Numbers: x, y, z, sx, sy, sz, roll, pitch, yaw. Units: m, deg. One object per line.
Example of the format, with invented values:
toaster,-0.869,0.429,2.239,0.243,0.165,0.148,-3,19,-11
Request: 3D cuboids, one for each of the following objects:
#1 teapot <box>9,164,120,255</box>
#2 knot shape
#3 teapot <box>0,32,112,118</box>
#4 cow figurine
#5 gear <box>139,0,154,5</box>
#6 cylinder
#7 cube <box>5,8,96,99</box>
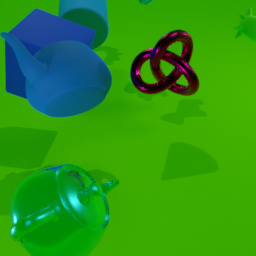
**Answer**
teapot,-0.476,0.659,2.365,0.663,1.353,0.842,-37,77,16
knot shape,0.640,-1.007,4.359,1.132,1.059,0.523,16,35,-1
teapot,-0.945,-0.784,4.122,1.262,2.030,0.994,-26,75,22
cow figurine,2.876,-2.313,6.423,1.211,0.675,1.231,14,27,-13
gear,0.295,-4.670,8.642,0.306,1.653,1.653,-19,35,29
cylinder,-1.236,-3.093,7.752,1.343,1.343,1.343,-4,56,-4
cube,-1.491,-1.304,5.438,1.252,1.252,1.252,19,44,-5
